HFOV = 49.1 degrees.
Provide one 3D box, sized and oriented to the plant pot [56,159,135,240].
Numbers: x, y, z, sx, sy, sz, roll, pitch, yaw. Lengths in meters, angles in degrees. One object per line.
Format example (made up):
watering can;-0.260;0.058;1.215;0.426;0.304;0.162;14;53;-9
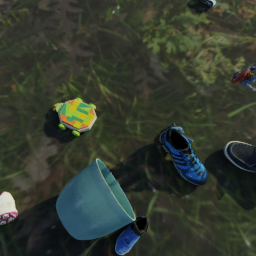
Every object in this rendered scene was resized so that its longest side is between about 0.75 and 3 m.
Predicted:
plant pot;-0.906;1.938;7.138;1.461;1.820;1.820;-33;70;0

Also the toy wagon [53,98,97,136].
toy wagon;-1.757;-0.439;8.907;1.459;0.289;1.132;24;68;10

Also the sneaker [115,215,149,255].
sneaker;0.112;2.758;7.301;0.467;0.676;1.215;42;73;16

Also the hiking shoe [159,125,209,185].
hiking shoe;1.604;0.834;7.987;0.720;0.839;1.934;-38;80;-12

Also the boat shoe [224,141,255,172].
boat shoe;3.901;0.978;8.077;2.237;0.696;0.835;28;71;13

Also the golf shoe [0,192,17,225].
golf shoe;-3.970;2.314;7.567;1.847;0.695;0.845;-13;58;-14

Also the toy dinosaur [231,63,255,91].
toy dinosaur;2.873;-1.342;6.970;1.209;1.097;0.635;9;83;-28

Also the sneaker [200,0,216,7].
sneaker;3.116;-5.031;10.959;0.358;0.312;0.797;-32;73;-32

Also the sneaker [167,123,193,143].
sneaker;1.648;0.143;8.637;0.878;0.321;0.360;30;70;12
